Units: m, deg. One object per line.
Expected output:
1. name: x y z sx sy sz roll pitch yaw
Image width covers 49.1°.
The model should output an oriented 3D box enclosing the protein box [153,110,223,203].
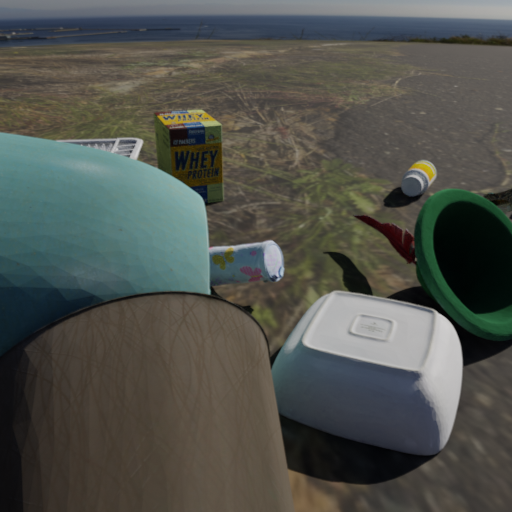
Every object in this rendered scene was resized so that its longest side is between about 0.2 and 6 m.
1. protein box: -1.566 -2.300 12.937 1.188 1.761 1.748 -9 28 -18

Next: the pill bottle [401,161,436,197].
1. pill bottle: 3.809 -1.800 13.211 0.642 0.642 1.138 14 31 25

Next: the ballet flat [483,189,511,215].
1. ballet flat: 5.016 -1.043 11.587 0.539 0.598 1.590 39 -5 -3

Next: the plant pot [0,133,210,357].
1. plant pot: -1.929 0.347 6.165 2.684 3.344 3.344 1 26 -12

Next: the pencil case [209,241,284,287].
1. pencil case: -0.341 0.155 8.854 1.554 0.705 0.646 -5 67 26

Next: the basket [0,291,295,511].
1. basket: -0.833 2.110 3.758 2.865 2.161 3.177 -26 34 1

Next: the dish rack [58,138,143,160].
1. dish rack: -4.414 -2.505 14.684 2.738 0.596 2.350 -2 27 -3

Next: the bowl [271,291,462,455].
1. bowl: 1.394 1.211 6.957 2.237 0.835 2.234 10 28 22

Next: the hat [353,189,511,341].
1. hat: 2.775 0.382 9.095 2.276 2.419 2.748 35 55 -10
